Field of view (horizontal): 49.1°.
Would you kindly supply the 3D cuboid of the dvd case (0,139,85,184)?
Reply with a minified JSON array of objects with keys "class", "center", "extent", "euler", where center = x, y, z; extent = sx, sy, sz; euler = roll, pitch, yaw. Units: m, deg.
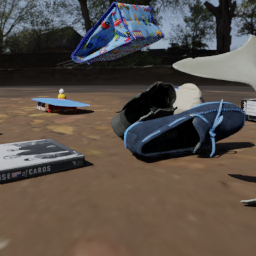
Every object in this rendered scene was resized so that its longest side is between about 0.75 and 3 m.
[{"class":"dvd case","center":[-1.949,0.526,4.613],"extent":[2.009,0.248,1.510],"euler":[-8,13,-35]}]

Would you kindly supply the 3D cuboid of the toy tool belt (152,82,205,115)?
[{"class":"toy tool belt","center":[1.672,-0.724,9.400],"extent":[2.169,1.354,1.333],"euler":[13,-13,43]}]

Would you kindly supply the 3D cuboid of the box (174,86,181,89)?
[{"class":"box","center":[1.608,-1.107,11.143],"extent":[1.250,1.103,0.604],"euler":[0,10,-5]}]

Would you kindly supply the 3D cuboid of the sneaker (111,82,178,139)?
[{"class":"sneaker","center":[0.700,-0.474,6.710],"extent":[1.542,0.888,2.957],"euler":[-37,-10,40]}]

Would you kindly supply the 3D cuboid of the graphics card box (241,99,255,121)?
[{"class":"graphics card box","center":[5.247,-0.465,8.624],"extent":[1.871,0.759,2.983],"euler":[-5,10,-22]}]

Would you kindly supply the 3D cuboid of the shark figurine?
[{"class":"shark figurine","center":[1.569,0.337,3.013],"extent":[1.102,2.641,1.578],"euler":[-35,35,18]}]

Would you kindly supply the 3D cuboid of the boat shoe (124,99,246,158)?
[{"class":"boat shoe","center":[1.185,0.179,5.209],"extent":[2.438,1.026,0.837],"euler":[-19,21,-10]}]

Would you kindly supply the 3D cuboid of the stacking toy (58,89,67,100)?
[{"class":"stacking toy","center":[-3.172,-1.422,13.469],"extent":[0.648,0.887,0.648],"euler":[0,10,0]}]

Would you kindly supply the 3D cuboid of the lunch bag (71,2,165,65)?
[{"class":"lunch bag","center":[-0.509,-3.004,10.018],"extent":[2.850,1.341,2.146],"euler":[-26,0,38]}]

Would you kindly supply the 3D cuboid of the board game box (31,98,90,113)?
[{"class":"board game box","center":[-2.803,-0.869,11.788],"extent":[2.394,0.466,1.891],"euler":[15,13,36]}]
